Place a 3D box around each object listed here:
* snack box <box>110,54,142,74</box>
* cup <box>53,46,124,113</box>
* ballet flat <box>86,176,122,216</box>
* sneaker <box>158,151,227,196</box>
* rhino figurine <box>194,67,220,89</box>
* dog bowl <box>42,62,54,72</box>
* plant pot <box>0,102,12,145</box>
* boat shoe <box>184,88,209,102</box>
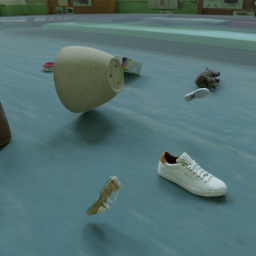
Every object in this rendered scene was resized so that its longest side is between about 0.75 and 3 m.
[{"bbox_3d":[-0.768,-3.421,14.507,2.481,0.657,1.764,19,12,33],"label":"snack box"},{"bbox_3d":[-1.136,-1.718,9.545,1.674,2.341,2.341,-2,24,25],"label":"cup"},{"bbox_3d":[-0.445,1.383,5.347,0.335,1.025,0.361,38,22,14],"label":"ballet flat"},{"bbox_3d":[1.452,1.012,6.459,1.675,0.709,0.610,18,30,28],"label":"sneaker"},{"bbox_3d":[3.782,-2.404,13.122,1.007,0.688,2.302,11,27,23],"label":"rhino figurine"},{"bbox_3d":[-4.265,-3.373,15.368,0.919,0.339,0.919,0,27,0],"label":"dog bowl"},{"bbox_3d":[-4.269,-0.473,8.007,1.612,1.725,1.612,3,20,-1],"label":"plant pot"},{"bbox_3d":[2.086,-1.032,8.466,0.856,0.294,0.242,-15,23,46],"label":"boat shoe"}]
